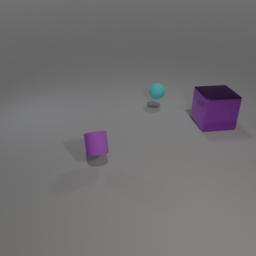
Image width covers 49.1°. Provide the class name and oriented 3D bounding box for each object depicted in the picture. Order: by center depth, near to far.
[{"bbox_3d":[-0.983,0.471,8.723,0.700,0.700,0.700,-7,4,0],"label":"cylinder"},{"bbox_3d":[3.499,-0.824,11.312,1.400,1.400,1.400,-4,29,-8],"label":"cube"},{"bbox_3d":[1.299,-1.631,12.494,0.700,0.700,0.700,0,29,0],"label":"ball"}]
